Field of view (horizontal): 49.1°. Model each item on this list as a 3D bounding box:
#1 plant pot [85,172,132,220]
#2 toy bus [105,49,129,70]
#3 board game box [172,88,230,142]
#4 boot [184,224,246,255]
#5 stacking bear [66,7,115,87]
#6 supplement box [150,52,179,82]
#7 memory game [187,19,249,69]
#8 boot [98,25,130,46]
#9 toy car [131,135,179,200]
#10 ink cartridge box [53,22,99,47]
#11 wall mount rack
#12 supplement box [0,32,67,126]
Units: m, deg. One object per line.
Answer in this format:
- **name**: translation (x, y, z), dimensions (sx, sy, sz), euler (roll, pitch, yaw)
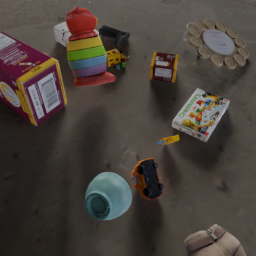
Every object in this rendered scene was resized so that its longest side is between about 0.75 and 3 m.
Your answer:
- **plant pot**: translation (-0.569, 1.721, 6.694), dimensions (1.136, 1.136, 0.761), euler (20, 18, 17)
- **toy bus**: translation (-0.531, -3.045, 11.837), dimensions (1.023, 0.560, 1.084), euler (10, 50, 9)
- **board game box**: translation (2.549, -0.505, 9.725), dimensions (1.260, 0.346, 1.997), euler (26, 53, 22)
- **boot**: translation (1.767, 3.165, 6.344), dimensions (2.039, 0.716, 1.491), euler (-20, 45, -18)
- **stacking bear**: translation (-1.431, -2.788, 9.612), dimensions (1.428, 2.511, 1.525), euler (-13, 17, -10)
- **supplement box**: translation (1.454, -2.448, 11.232), dimensions (1.006, 0.668, 0.992), euler (9, 49, 8)
- **memory game**: translation (3.878, -3.668, 12.092), dimensions (2.911, 0.185, 2.911), euler (8, 58, -13)
- **boot**: translation (-0.780, -4.298, 12.992), dimensions (1.399, 0.459, 1.153), euler (24, 42, 14)
- **toy car**: translation (0.865, 1.150, 8.296), dimensions (0.769, 1.133, 2.311), euler (-19, 10, 43)
- **ink cartridge box**: translation (-2.313, -4.171, 12.709), dimensions (1.282, 0.740, 1.756), euler (-36, 58, -28)
- **wall mount rack**: translation (3.445, -4.038, 12.609), dimensions (1.595, 0.684, 1.835), euler (-23, 61, -16)
- **supplement box**: translation (-3.798, -1.762, 9.775), dimensions (2.970, 1.944, 1.533), euler (30, 55, 25)
